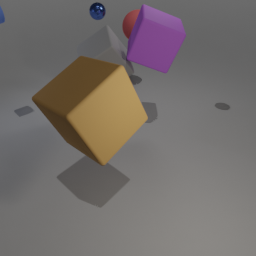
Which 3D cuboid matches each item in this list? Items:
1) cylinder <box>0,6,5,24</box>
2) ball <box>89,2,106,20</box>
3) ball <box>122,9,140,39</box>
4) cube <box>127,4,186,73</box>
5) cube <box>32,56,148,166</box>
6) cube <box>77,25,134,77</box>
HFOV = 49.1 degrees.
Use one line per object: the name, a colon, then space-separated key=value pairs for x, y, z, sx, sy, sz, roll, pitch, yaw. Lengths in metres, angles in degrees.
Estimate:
cylinder: x=-4.152 y=-3.377 z=8.294 sx=0.700 sy=0.700 sz=0.700 roll=-33 pitch=44 yaw=-28
ball: x=-1.294 y=-4.953 z=11.891 sx=0.700 sy=0.700 sz=0.700 roll=0 pitch=32 yaw=0
ball: x=0.443 y=-4.578 z=12.609 sx=1.400 sy=1.400 sz=1.400 roll=0 pitch=32 yaw=0
cube: x=0.859 y=-2.870 z=9.035 sx=1.400 sy=1.400 sz=1.400 roll=17 pitch=38 yaw=-12
cube: x=-0.725 y=-0.387 z=5.592 sx=1.400 sy=1.400 sz=1.400 roll=25 pitch=64 yaw=43
cube: x=-0.815 y=-2.450 z=9.984 sx=1.400 sy=1.400 sz=1.400 roll=-29 pitch=47 yaw=18
